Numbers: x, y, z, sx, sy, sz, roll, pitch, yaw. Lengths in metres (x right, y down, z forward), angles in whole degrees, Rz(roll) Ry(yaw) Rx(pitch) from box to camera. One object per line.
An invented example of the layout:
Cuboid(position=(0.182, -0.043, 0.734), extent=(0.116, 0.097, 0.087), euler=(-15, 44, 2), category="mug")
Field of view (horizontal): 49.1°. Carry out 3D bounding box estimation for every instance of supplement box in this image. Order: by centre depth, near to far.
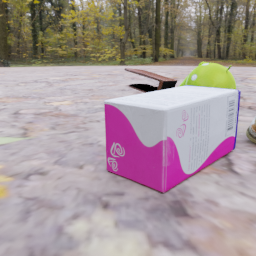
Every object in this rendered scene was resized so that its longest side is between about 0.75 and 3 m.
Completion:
Cuboid(position=(0.933, -0.001, 5.280), extent=(1.347, 1.319, 2.606), euler=(13, 20, 40), category="supplement box")

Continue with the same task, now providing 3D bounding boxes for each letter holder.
Cuboid(position=(0.674, -1.421, 9.974), extent=(1.515, 1.072, 2.132), euler=(23, 17, 16), category="letter holder")

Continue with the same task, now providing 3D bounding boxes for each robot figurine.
Cuboid(position=(1.961, -0.858, 7.386), extent=(1.265, 1.919, 2.187), euler=(37, -18, 1), category="robot figurine")

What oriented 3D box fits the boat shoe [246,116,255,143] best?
Cuboid(position=(3.500, -0.382, 6.643), extent=(0.684, 0.626, 1.830), euler=(34, 59, 20), category="boat shoe")
